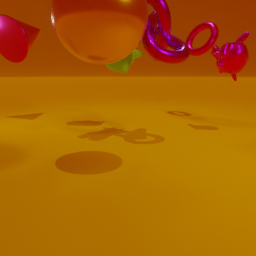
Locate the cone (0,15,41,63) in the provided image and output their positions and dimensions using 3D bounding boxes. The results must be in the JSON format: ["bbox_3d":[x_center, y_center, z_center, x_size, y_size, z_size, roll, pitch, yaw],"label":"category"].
[{"bbox_3d":[-3.406,-3.109,9.303,1.480,1.480,1.485,6,32,26],"label":"cone"}]

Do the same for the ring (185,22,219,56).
[{"bbox_3d":[2.579,-3.134,9.857,0.262,1.311,1.311,26,-7,-38],"label":"ring"}]

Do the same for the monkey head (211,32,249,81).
[{"bbox_3d":[2.735,-1.934,7.524,0.810,1.345,0.967,-4,34,-9],"label":"monkey head"}]

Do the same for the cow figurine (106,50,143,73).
[{"bbox_3d":[-0.319,-2.031,6.397,0.916,1.668,1.641,21,37,25],"label":"cow figurine"}]

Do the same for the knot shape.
[{"bbox_3d":[0.581,-2.160,5.996,0.805,1.629,1.741,-30,29,13],"label":"knot shape"}]

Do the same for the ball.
[{"bbox_3d":[-0.380,-1.550,3.860,1.315,1.315,1.315,0,11,0],"label":"ball"}]
